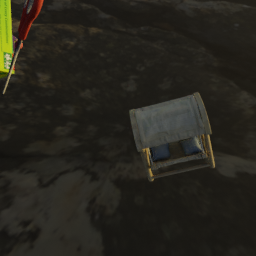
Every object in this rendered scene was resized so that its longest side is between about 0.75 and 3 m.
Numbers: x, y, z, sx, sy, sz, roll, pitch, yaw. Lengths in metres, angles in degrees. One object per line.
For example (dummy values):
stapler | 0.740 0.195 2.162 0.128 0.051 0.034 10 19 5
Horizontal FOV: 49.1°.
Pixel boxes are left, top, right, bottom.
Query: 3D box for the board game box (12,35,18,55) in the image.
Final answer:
board game box | -3.410 -1.881 5.817 1.834 0.520 1.516 37 44 -23

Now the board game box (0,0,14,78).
board game box | -2.606 -2.183 4.382 0.624 2.620 1.331 -6 -4 36

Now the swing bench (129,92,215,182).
swing bench | 0.640 0.142 4.030 1.001 1.006 0.653 -15 42 8

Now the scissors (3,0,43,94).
scissors | -0.824 -0.716 2.170 0.072 1.041 0.381 9 51 -33
